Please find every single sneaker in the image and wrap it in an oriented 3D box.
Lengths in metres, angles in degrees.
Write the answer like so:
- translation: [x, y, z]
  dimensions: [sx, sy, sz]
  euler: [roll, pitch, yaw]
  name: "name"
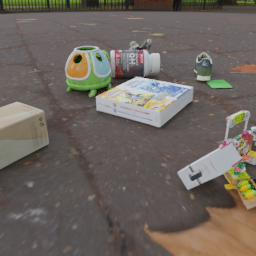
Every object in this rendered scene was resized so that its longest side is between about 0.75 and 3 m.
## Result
- translation: [3.458, -2.916, 12.719]
  dimensions: [0.783, 1.048, 2.335]
  euler: [4, 26, 9]
  name: "sneaker"

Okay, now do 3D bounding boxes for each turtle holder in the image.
- translation: [-1.369, -2.339, 10.994]
  dimensions: [2.292, 1.628, 1.742]
  euler: [-20, 33, -33]
  name: "turtle holder"

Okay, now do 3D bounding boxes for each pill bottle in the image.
- translation: [0.302, -2.863, 12.479]
  dimensions: [2.153, 1.192, 1.192]
  euler: [-2, 27, -3]
  name: "pill bottle"

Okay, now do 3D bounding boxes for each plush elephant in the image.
- translation: [0.540, -4.073, 14.934]
  dimensions: [1.133, 1.205, 1.463]
  euler: [8, -4, -14]
  name: "plush elephant"

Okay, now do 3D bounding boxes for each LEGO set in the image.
- translation: [2.566, 0.433, 6.222]
  dimensions: [1.307, 1.058, 2.842]
  euler: [15, 31, 26]
  name: "LEGO set"

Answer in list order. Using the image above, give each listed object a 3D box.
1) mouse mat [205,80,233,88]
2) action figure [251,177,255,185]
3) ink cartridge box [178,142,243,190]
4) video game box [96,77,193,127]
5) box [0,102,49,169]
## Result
- translation: [3.797, -1.866, 11.809]
  dimensions: [0.937, 0.044, 1.164]
  euler: [-1, 27, -2]
  name: "mouse mat"
- translation: [3.168, 1.148, 5.060]
  dimensions: [1.700, 0.889, 1.644]
  euler: [3, 39, 17]
  name: "action figure"
- translation: [1.612, 0.773, 5.602]
  dimensions: [0.749, 1.038, 0.435]
  euler: [-21, 76, -35]
  name: "ink cartridge box"
- translation: [0.634, -1.013, 9.558]
  dimensions: [2.381, 0.612, 2.614]
  euler: [14, 30, 30]
  name: "video game box"
- translation: [-3.238, 0.317, 6.518]
  dimensions: [1.200, 0.982, 2.526]
  euler: [17, 31, 30]
  name: "box"
